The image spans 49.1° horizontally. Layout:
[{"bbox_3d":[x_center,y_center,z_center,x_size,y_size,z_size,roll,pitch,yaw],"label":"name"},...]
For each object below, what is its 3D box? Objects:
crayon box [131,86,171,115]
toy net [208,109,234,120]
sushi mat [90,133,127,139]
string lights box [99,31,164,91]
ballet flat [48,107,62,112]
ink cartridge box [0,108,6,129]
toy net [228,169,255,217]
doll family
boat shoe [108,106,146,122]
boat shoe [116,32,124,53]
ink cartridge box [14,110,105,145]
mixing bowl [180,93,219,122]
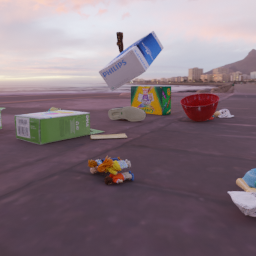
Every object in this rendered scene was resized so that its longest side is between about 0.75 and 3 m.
[{"bbox_3d":[1.370,-1.760,17.382,0.826,1.685,2.837,-8,12,-40],"label":"crayon box"},{"bbox_3d":[4.598,-0.798,15.154,2.695,0.520,1.414,-2,10,-11],"label":"toy net"},{"bbox_3d":[-0.694,0.302,9.913,1.288,0.078,0.616,-2,11,-11],"label":"sushi mat"},{"bbox_3d":[0.202,-2.437,9.838,1.437,0.824,2.796,-26,18,31],"label":"string lights box"},{"bbox_3d":[-3.470,-0.659,13.725,0.793,0.793,2.242,-2,7,-9],"label":"ballet flat"},{"bbox_3d":[-5.869,-0.254,10.816,1.505,0.859,2.898,-1,10,-8],"label":"ink cartridge box"},{"bbox_3d":[2.216,1.082,4.539,0.965,0.355,1.840,9,15,33],"label":"toy net"},{"bbox_3d":[-0.419,0.765,5.759,0.716,0.520,1.154,-5,11,-29],"label":"doll family"},{"bbox_3d":[0.034,-0.761,14.165,2.117,0.760,0.716,4,14,33],"label":"boat shoe"},{"bbox_3d":[-0.422,-4.163,13.646,0.355,1.010,0.356,-10,13,-28],"label":"boat shoe"},{"bbox_3d":[-2.377,-0.149,10.194,1.517,0.867,2.922,8,12,39],"label":"ink cartridge box"},{"bbox_3d":[3.596,-0.961,13.961,1.872,1.014,1.872,-9,24,4],"label":"mixing bowl"}]
